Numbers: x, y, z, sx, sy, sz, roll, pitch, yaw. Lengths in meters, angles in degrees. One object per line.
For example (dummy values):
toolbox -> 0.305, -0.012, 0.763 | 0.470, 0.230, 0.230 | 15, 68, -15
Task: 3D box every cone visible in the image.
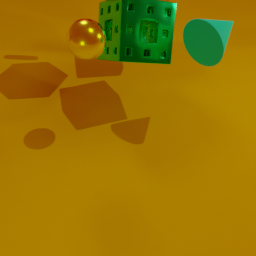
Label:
cone -> 1.789, -1.899, 5.561 | 0.986, 0.982, 0.982 | -37, 57, -20

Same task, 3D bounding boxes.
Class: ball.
ball -> -0.762, -1.620, 5.140 | 0.735, 0.735, 0.735 | 0, 48, 0

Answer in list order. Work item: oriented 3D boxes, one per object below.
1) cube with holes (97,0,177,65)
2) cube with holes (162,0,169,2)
cube with holes -> 0.146, -2.214, 6.532 | 1.316, 1.316, 1.316 | -4, 16, -27
cube with holes -> 0.257, -3.809, 7.846 | 1.273, 1.273, 1.273 | 9, 70, -21
